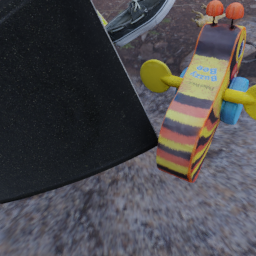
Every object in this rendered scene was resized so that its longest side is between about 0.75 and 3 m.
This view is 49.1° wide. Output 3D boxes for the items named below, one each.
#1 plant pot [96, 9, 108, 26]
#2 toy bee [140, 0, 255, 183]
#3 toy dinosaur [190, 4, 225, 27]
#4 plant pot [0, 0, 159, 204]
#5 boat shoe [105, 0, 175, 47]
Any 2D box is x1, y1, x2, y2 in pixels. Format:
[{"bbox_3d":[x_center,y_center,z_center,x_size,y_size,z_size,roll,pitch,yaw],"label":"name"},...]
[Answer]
[{"bbox_3d":[-1.031,-2.571,7.231,0.916,0.831,0.911,51,26,-3],"label":"plant pot"},{"bbox_3d":[1.057,-0.801,3.830,1.861,1.546,2.843,-1,55,16],"label":"toy bee"},{"bbox_3d":[2.587,-3.530,9.001,1.754,0.511,0.887,-27,60,-27],"label":"toy dinosaur"},{"bbox_3d":[-1.495,-0.521,4.233,2.314,2.602,2.609,-34,30,-9],"label":"plant pot"},{"bbox_3d":[0.169,-1.965,4.873,1.410,0.500,0.508,-33,47,26],"label":"boat shoe"}]
